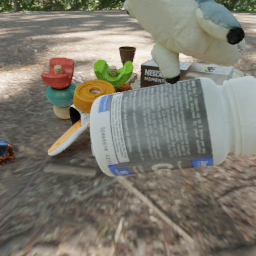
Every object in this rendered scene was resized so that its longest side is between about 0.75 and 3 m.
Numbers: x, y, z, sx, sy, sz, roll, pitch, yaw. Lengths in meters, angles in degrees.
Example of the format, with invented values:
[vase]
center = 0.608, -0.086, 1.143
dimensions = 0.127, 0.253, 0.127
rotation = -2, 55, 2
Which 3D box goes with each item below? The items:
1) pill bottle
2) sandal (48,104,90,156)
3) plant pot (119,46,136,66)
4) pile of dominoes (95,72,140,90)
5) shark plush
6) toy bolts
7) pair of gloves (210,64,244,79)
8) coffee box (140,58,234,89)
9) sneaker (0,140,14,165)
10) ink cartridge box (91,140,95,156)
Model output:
[pill bottle]
center = 0.666, -0.026, 3.870
dimensions = 2.123, 1.208, 1.208
rotation = -8, 25, 14
[sandal]
center = -1.281, -0.242, 7.027
dimensions = 2.201, 0.631, 0.843
rotation = -48, 22, -28
[plant pot]
center = -0.033, -3.493, 13.859
dimensions = 0.866, 0.927, 0.866
rotation = 1, 28, -1
[pile of dominoes]
center = -0.410, -1.422, 10.704
dimensions = 2.173, 0.444, 2.787
rotation = 16, 39, 23
[shark plush]
center = 0.318, -1.287, 2.666
dimensions = 1.992, 0.905, 0.829
rotation = 41, 58, 1
[toy bolts]
center = -1.214, -0.752, 7.946
dimensions = 2.526, 1.752, 2.413
rotation = 8, 41, 8
[pair of gloves]
center = 4.265, -2.455, 11.973
dimensions = 1.643, 0.339, 1.933
rotation = 25, 32, 5
[coffee box]
center = 1.797, -1.273, 8.919
dimensions = 2.674, 1.529, 1.066
rotation = 13, 30, 23
[sneaker]
center = -3.530, 0.608, 6.415
dimensions = 1.691, 0.637, 0.663
rotation = -3, 19, -26
[ink cartridge box]
center = -0.239, 0.052, 7.263
dimensions = 1.166, 0.684, 1.592
rotation = 1, 26, 4
